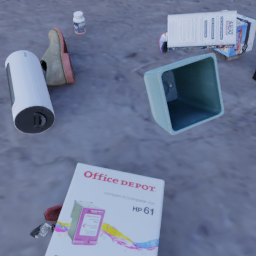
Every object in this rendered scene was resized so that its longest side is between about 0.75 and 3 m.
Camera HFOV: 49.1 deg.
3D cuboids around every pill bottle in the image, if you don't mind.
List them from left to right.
[{"bbox_3d":[-2.043,-4.437,11.786,0.488,0.816,0.488,0,49,0],"label":"pill bottle"}]

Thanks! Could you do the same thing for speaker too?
[{"bbox_3d":[-3.090,-1.174,8.733,1.156,1.156,2.847,-16,52,-13],"label":"speaker"}]

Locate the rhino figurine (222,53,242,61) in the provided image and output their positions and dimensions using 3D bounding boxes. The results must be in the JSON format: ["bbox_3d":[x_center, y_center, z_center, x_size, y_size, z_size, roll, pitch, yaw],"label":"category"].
[{"bbox_3d":[4.060,-2.760,10.707,0.803,0.240,0.351,-15,45,-10],"label":"rhino figurine"}]

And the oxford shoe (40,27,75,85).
[{"bbox_3d":[-2.718,-2.671,10.135,1.101,1.037,2.944,-16,50,-7],"label":"oxford shoe"}]

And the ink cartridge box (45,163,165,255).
[{"bbox_3d":[-0.445,2.257,5.632,2.002,1.173,2.771,11,48,2],"label":"ink cartridge box"}]

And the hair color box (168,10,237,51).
[{"bbox_3d":[2.132,-2.823,8.214,1.913,0.957,0.579,1,5,11],"label":"hair color box"}]

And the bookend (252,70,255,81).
[{"bbox_3d":[5.581,-1.872,9.577,1.700,0.788,1.711,-28,55,-22],"label":"bookend"}]

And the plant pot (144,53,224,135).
[{"bbox_3d":[0.915,-0.713,5.371,1.170,1.167,1.192,-21,20,-16],"label":"plant pot"}]

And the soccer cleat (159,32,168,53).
[{"bbox_3d":[1.425,-3.401,11.247,0.413,0.385,1.130,-6,50,34],"label":"soccer cleat"}]

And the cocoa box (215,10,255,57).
[{"bbox_3d":[3.791,-3.647,10.714,1.125,1.143,1.714,-19,42,-17],"label":"cocoa box"}]

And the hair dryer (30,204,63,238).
[{"bbox_3d":[-1.583,2.201,6.443,0.873,0.311,1.146,30,58,2],"label":"hair dryer"}]
